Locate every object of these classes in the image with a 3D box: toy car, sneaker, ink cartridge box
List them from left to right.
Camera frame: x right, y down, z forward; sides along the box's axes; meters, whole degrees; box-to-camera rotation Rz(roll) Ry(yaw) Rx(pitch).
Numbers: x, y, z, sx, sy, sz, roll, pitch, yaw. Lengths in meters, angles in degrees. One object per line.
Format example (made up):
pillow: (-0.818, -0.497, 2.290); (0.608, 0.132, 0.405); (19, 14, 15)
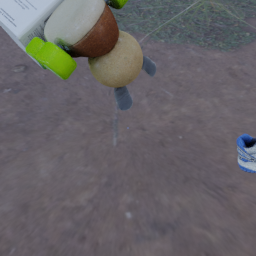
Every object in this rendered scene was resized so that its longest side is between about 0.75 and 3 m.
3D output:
ink cartridge box: (-1.457, -2.506, 5.763); (0.921, 1.626, 2.218); (43, 84, 7)
toy car: (-0.368, -1.311, 4.998); (1.715, 2.088, 1.648); (-53, 36, -2)
sneaker: (2.664, 0.413, 4.994); (0.727, 0.803, 1.886); (-24, 8, -27)
